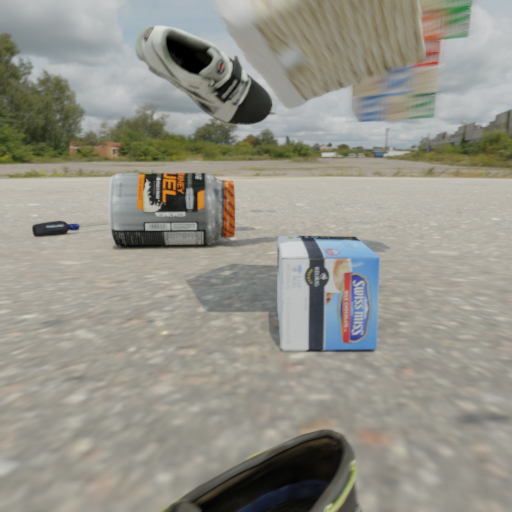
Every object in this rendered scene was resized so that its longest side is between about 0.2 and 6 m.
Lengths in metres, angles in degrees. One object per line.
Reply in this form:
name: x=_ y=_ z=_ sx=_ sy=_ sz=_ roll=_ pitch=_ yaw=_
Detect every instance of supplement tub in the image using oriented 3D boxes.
supplement tub: x=-1.490 y=-0.836 z=10.161 sx=2.185 sy=1.339 sz=1.339 roll=-1 pitch=10 yaw=-6

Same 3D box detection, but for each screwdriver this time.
screwdriver: x=-3.621 y=-0.634 z=12.049 sx=2.305 sy=0.322 sz=0.335 roll=-6 pitch=42 yaw=-35

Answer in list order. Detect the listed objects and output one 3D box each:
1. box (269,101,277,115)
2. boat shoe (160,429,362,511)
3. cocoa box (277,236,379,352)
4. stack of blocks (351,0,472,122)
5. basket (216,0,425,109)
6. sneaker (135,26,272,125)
box: x=0.328 y=-3.864 z=14.636 sx=0.354 sy=0.305 sz=0.356 roll=4 pitch=2 yaw=22
boat shoe: x=-0.198 y=1.050 z=1.910 sx=0.559 sy=0.472 sz=1.569 roll=10 pitch=14 yaw=44
cocoa box: x=0.617 y=0.292 z=5.161 sx=0.819 sy=0.832 sz=1.248 roll=0 pitch=10 yaw=1
stack of blocks: x=2.057 y=-3.152 z=7.548 sx=1.429 sy=2.482 sz=0.727 roll=-3 pitch=29 yaw=2
basket: x=0.501 y=-2.399 z=4.557 sx=1.395 sy=1.734 sz=1.719 roll=-12 pitch=-10 yaw=17
sneaker: x=-0.732 y=-3.081 z=9.806 sx=2.728 sy=1.011 sz=1.207 roll=21 pitch=2 yaw=-30
